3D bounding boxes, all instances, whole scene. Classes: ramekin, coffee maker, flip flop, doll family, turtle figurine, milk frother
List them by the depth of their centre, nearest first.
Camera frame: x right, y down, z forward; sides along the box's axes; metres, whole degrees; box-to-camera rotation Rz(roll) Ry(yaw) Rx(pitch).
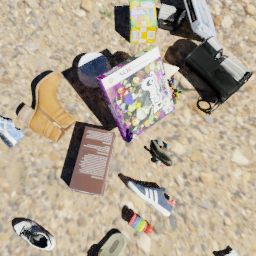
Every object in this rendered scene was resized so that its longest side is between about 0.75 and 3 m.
[{"bbox_3d":[1.009,0.729,8.280,0.307,0.432,1.065,-17,42,-33],"label":"flip flop"},{"bbox_3d":[-0.796,4.612,9.576,0.893,0.634,2.203,34,74,11],"label":"flip flop"},{"bbox_3d":[1.283,1.065,10.857,0.819,0.551,1.094,25,57,-7],"label":"turtle figurine"},{"bbox_3d":[3.441,-2.233,11.451,2.252,1.579,2.345,-39,74,-12],"label":"coffee maker"},{"bbox_3d":[1.875,-1.625,11.508,0.538,0.793,1.372,-24,69,12],"label":"doll family"},{"bbox_3d":[-1.463,-2.559,12.013,1.511,0.704,1.511,0,70,1],"label":"ramekin"},{"bbox_3d":[2.000,-5.116,12.611,1.196,1.271,1.148,15,76,6],"label":"milk frother"}]

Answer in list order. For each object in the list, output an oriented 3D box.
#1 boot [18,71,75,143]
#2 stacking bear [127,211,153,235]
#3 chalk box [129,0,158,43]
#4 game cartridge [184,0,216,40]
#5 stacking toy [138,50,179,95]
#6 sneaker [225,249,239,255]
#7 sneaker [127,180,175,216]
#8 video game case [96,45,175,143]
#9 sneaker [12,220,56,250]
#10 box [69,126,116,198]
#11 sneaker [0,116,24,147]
[{"bbox_3d":[-2.920,-0.834,11.329,2.010,0.957,2.598,32,86,11],"label":"boot"},{"bbox_3d":[0.486,3.487,10.069,0.904,0.549,0.514,31,83,3],"label":"stacking bear"},{"bbox_3d":[0.627,-4.943,12.594,1.177,1.183,1.901,-3,70,-1],"label":"chalk box"},{"bbox_3d":[3.186,-5.083,12.487,0.527,1.690,2.538,-22,69,34],"label":"game cartridge"},{"bbox_3d":[0.907,-2.026,11.448,2.197,0.928,1.989,29,108,4],"label":"stacking toy"},{"bbox_3d":[3.532,4.468,9.855,0.768,0.290,0.442,11,62,-4],"label":"sneaker"},{"bbox_3d":[0.875,2.384,10.340,1.929,0.723,0.815,36,75,2],"label":"sneaker"},{"bbox_3d":[0.398,-1.163,9.849,2.394,2.641,0.473,-34,34,-19],"label":"video game case"},{"bbox_3d":[-3.349,3.723,9.835,1.691,0.741,0.640,21,74,9],"label":"sneaker"},{"bbox_3d":[-1.277,1.286,10.601,1.222,0.914,2.440,11,70,4],"label":"box"},{"bbox_3d":[-5.013,-0.064,11.246,1.957,0.741,0.754,42,56,12],"label":"sneaker"}]
